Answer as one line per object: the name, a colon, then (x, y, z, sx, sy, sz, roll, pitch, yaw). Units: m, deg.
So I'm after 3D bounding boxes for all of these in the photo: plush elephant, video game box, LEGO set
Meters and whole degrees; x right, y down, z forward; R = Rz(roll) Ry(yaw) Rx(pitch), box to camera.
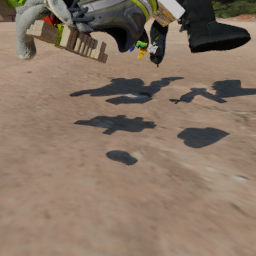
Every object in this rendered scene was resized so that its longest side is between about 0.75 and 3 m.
plush elephant: (-1.976, -3.447, 8.315, 2.297, 2.966, 2.443, 25, 56, 12)
video game box: (0.655, -3.307, 7.235, 1.466, 0.343, 1.336, 39, 6, -14)
LEGO set: (0.310, -2.195, 7.922, 0.965, 0.368, 0.396, 15, 62, -10)

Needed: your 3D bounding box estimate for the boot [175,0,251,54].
boot: (2.625, -3.404, 8.836, 2.304, 1.888, 0.852, -10, -13, -16)

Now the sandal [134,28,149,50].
sandal: (0.283, -3.617, 10.348, 0.719, 1.914, 0.458, 11, 55, 27)

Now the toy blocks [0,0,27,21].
toy blocks: (-2.935, -2.382, 4.440, 2.203, 1.506, 1.101, 2, 61, 28)

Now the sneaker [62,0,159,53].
sneaker: (-0.592, -1.825, 3.756, 2.301, 0.931, 0.850, 20, -4, -31)

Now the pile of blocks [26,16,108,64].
pile of blocks: (-1.590, -2.551, 7.914, 2.303, 0.716, 0.945, 16, 4, -30)

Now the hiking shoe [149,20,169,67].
hiking shoe: (0.925, -2.682, 8.634, 0.554, 1.490, 0.646, 11, 0, 10)
